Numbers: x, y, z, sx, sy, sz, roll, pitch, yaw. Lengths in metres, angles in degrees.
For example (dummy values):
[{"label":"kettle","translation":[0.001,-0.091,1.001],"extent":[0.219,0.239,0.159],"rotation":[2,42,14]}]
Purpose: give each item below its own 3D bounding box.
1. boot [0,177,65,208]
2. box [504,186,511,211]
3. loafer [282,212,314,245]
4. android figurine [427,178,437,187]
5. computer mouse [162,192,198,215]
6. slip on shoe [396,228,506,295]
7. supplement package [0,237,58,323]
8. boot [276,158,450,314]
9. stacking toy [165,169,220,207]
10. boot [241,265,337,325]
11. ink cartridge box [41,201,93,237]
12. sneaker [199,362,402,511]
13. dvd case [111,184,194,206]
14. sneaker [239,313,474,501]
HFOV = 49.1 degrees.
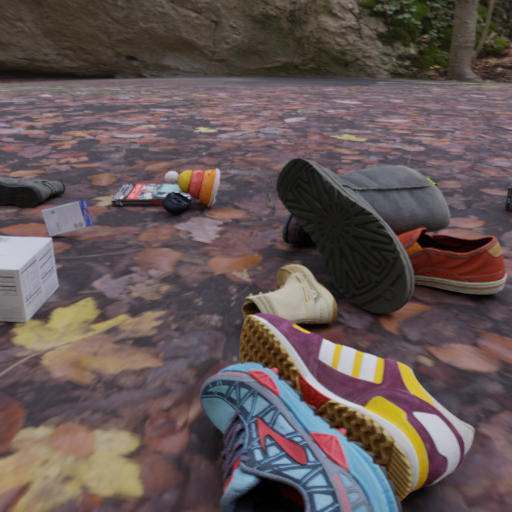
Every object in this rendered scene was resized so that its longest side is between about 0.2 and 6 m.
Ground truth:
[{"label":"boot","translation":[-6.033,-1.690,14.190],"extent":[2.048,0.693,1.338],"rotation":[11,19,8]},{"label":"box","translation":[6.607,-1.320,13.200],"extent":[0.978,0.584,0.995],"rotation":[-16,27,-33]},{"label":"loafer","translation":[1.396,-0.817,11.651],"extent":[0.809,0.923,2.568],"rotation":[16,24,24]},{"label":"android figurine","translation":[4.416,-1.989,15.358],"extent":[0.976,0.200,0.888],"rotation":[22,31,39]},{"label":"computer mouse","translation":[-1.710,-1.359,13.617],"extent":[0.553,0.321,1.887],"rotation":[36,28,10]},{"label":"slip on shoe","translation":[2.664,-0.055,9.621],"extent":[3.050,0.933,1.130],"rotation":[7,24,30]},{"label":"supplement package","translation":[-4.167,0.327,8.758],"extent":[1.640,0.909,1.277],"rotation":[2,23,3]},{"label":"boot","translation":[2.449,-0.537,10.194],"extent":[3.720,1.350,3.383],"rotation":[3,49,-48]},{"label":"stacking toy","translation":[-1.555,-1.748,13.453],"extent":[1.290,0.942,0.942],"rotation":[12,20,-11]},{"label":"boot","translation":[0.329,0.642,8.510],"extent":[1.242,0.582,1.598],"rotation":[-10,27,-20]},{"label":"ink cartridge box","translation":[-3.899,-0.785,11.629],"extent":[0.952,0.568,0.200],"rotation":[-14,9,4]},{"label":"sneaker","translation":[0.060,1.815,5.119],"extent":[1.166,0.968,2.441],"rotation":[-19,28,-34]},{"label":"dvd case","translation":[-2.560,-1.554,14.275],"extent":[1.961,0.216,1.432],"rotation":[-1,22,-1]},{"label":"sneaker","translation":[0.930,1.455,6.104],"extent":[1.271,1.057,2.821],"rotation":[-7,28,-35]}]
